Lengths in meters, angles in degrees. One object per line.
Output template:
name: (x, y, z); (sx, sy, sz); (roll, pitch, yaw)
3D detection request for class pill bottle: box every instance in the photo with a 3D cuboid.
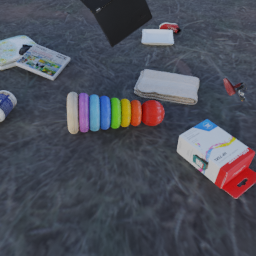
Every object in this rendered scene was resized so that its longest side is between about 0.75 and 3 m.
pill bottle: (-4.147, -0.610, 8.953); (0.668, 0.668, 1.204); (8, 43, 8)

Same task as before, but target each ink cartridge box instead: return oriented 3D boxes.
ink cartridge box: (2.441, 0.751, 7.451); (1.181, 0.683, 2.033); (-28, 50, -27)

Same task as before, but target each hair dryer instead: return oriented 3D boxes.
hair dryer: (2.948, -1.121, 7.791); (0.793, 0.216, 0.604); (31, 58, -15)

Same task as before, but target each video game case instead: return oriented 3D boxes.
video game case: (-3.370, -2.670, 11.234); (1.628, 0.179, 1.484); (22, 49, 2)

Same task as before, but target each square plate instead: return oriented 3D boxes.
square plate: (1.407, -4.311, 13.351); (1.481, 0.213, 1.495); (2, 42, 3)

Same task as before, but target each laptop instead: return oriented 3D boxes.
laptop: (-0.428, -3.655, 8.275); (1.607, 0.994, 1.716); (-38, 73, -7)

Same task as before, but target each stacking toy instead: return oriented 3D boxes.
stacking toy: (-0.332, -0.496, 8.535); (2.935, 1.253, 1.253); (-2, 42, -8)

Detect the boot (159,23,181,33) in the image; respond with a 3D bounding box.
boot: (2.109, -4.946, 13.957); (0.993, 0.360, 0.716); (-6, 44, -12)

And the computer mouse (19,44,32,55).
computer mouse: (-4.258, -3.266, 11.532); (0.529, 0.201, 0.764); (9, 45, 5)

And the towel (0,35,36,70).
towel: (-4.890, -3.256, 12.008); (2.111, 0.508, 1.807); (-29, 53, -28)

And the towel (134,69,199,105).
towel: (1.437, -1.550, 10.198); (2.261, 0.390, 1.498); (10, 44, 11)
